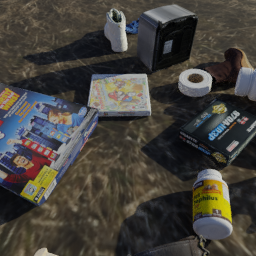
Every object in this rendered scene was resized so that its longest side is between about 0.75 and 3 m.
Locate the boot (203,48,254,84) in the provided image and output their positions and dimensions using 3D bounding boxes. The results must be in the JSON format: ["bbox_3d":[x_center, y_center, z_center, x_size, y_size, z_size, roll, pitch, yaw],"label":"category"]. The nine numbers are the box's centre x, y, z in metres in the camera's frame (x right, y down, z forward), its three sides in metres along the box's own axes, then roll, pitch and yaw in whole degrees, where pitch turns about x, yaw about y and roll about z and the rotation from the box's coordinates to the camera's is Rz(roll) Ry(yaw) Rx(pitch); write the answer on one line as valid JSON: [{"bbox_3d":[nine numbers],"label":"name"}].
[{"bbox_3d":[3.627,-2.386,10.554,1.663,0.723,2.000,-8,43,-9],"label":"boot"}]

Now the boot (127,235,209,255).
[{"bbox_3d":[1.434,2.907,4.564,2.761,0.956,2.404,-5,43,-2],"label":"boot"}]

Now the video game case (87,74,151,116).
[{"bbox_3d":[-0.303,-1.179,9.572,2.018,0.254,2.218,-1,43,-1],"label":"video game case"}]

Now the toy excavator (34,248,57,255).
[{"bbox_3d":[-1.171,2.737,5.126,1.155,0.593,1.188,-4,30,-8],"label":"toy excavator"}]

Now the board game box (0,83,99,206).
[{"bbox_3d":[-2.663,0.137,7.149,2.842,0.877,2.844,26,59,5],"label":"board game box"}]

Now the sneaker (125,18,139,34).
[{"bbox_3d":[0.563,-4.995,13.444,1.700,0.699,0.629,-14,46,-13],"label":"sneaker"}]

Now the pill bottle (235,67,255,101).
[{"bbox_3d":[4.610,-1.368,9.146,1.958,1.110,1.110,13,44,13],"label":"pill bottle"}]

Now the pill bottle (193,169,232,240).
[{"bbox_3d":[1.811,1.614,6.116,0.770,0.770,1.409,6,42,7],"label":"pill bottle"}]

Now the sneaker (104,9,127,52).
[{"bbox_3d":[-0.545,-4.634,12.462,0.957,1.501,2.597,-11,42,-9],"label":"sneaker"}]

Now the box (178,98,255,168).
[{"bbox_3d":[2.674,0.051,8.058,1.594,0.461,2.006,34,52,32],"label":"box"}]

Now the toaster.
[{"bbox_3d":[1.482,-3.504,10.703,2.007,2.219,1.317,-25,53,-24],"label":"toaster"}]

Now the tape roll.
[{"bbox_3d":[2.354,-1.604,9.863,1.136,0.397,1.136,-3,46,3],"label":"tape roll"}]
